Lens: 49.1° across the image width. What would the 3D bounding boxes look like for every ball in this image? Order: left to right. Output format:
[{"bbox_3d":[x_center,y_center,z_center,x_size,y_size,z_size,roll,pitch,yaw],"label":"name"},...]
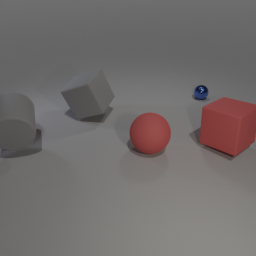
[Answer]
[{"bbox_3d":[0.750,0.173,9.497,1.400,1.400,1.400,0,30,0],"label":"ball"},{"bbox_3d":[3.555,-1.737,13.604,0.700,0.700,0.700,0,30,0],"label":"ball"}]

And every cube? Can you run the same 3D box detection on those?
[{"bbox_3d":[-1.622,-1.404,11.581,1.400,1.400,1.400,-10,32,27],"label":"cube"},{"bbox_3d":[3.483,-0.109,9.646,1.400,1.400,1.400,-23,32,-37],"label":"cube"}]

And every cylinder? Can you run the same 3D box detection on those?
[{"bbox_3d":[-3.776,-0.229,9.180,1.400,1.400,1.400,-8,43,-14],"label":"cylinder"}]
